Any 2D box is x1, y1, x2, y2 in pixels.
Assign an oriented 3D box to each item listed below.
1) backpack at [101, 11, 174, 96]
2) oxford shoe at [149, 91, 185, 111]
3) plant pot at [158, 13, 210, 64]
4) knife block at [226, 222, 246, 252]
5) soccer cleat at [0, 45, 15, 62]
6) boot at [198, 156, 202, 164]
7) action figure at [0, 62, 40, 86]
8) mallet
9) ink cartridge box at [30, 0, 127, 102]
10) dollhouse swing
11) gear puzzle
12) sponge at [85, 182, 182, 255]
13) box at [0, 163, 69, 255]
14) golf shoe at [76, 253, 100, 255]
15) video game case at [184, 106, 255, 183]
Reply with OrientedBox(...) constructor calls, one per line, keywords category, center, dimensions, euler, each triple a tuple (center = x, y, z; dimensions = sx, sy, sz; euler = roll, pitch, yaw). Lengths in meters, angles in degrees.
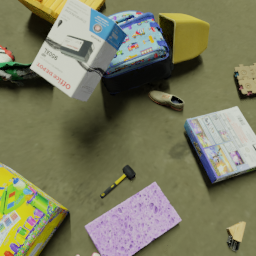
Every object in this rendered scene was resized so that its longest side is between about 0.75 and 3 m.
OrientedBox(category="backpack", center=(0.037, -3.080, 10.246), dimensions=(2.731, 2.012, 2.991), euler=(-16, 66, 6))
OrientedBox(category="oxford shoe", center=(1.453, -1.127, 10.421), dimensions=(1.416, 0.523, 0.501), euler=(20, 71, 7))
OrientedBox(category="plant pot", center=(2.139, -3.457, 10.566), dimensions=(1.585, 1.549, 1.539), euler=(-10, 34, -13))
OrientedBox(category="knife block", center=(3.484, 3.451, 8.864), dimensions=(0.821, 0.263, 0.721), euler=(-22, 72, -8))
OrientedBox(category="soccer cleat", center=(-5.482, -3.106, 11.072), dimensions=(2.119, 0.727, 0.903), euler=(36, 69, 7))
OrientedBox(category="boot", center=(3.073, 0.954, 9.771), dimensions=(1.094, 0.352, 1.020), euler=(21, 72, 3))
OrientedBox(category="action figure", center=(-4.248, -2.029, 10.452), dimensions=(2.724, 1.609, 0.745), euler=(-3, 82, 8))
OrientedBox(category="mallet", center=(-0.326, 1.893, 9.462), dimensions=(0.467, 0.292, 1.419), euler=(39, 78, 18))
OrientedBox(category="ink cartridge box", center=(-1.374, -2.116, 7.762), dimensions=(1.642, 0.956, 2.271), euler=(35, 99, 17))
OrientedBox(category="dollhouse swing", center=(-2.575, -5.362, 11.153), dimensions=(2.727, 2.479, 2.398), euler=(33, 94, 12))
OrientedBox(category="gear puzzle", center=(5.411, -1.906, 10.856), dimensions=(2.571, 0.337, 1.332), euler=(-6, 68, -5))
OrientedBox(category="sponge", center=(0.169, 3.010, 8.792), dimensions=(2.670, 0.398, 1.490), euler=(-28, 72, -17))
OrientedBox(category="box", center=(-3.742, 2.837, 8.329), dimensions=(2.642, 1.673, 2.743), euler=(33, 74, 11))
OrientedBox(category="golf shoe", center=(-1.776, 4.419, 8.278), dimensions=(2.354, 0.887, 1.077), euler=(-9, 59, -10))
OrientedBox(category="video game case", center=(3.316, 0.504, 9.549), dimensions=(2.072, 0.520, 2.286), euler=(-14, 62, -14))
